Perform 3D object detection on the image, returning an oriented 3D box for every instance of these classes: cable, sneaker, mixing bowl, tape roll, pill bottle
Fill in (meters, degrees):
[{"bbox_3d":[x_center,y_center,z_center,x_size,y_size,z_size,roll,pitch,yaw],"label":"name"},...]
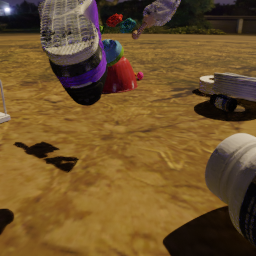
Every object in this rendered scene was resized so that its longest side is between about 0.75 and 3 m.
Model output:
[{"bbox_3d":[4.418,-1.530,10.631,2.410,0.834,2.410,21,16,35],"label":"cable"},{"bbox_3d":[-0.935,-1.482,5.190,1.015,1.452,2.919,-13,44,3],"label":"sneaker"},{"bbox_3d":[-0.825,-2.683,13.308,2.643,1.431,2.643,1,23,0],"label":"mixing bowl"},{"bbox_3d":[4.012,-1.951,12.664,1.555,0.544,1.555,0,22,0],"label":"tape roll"},{"bbox_3d":[3.474,-0.951,10.261,0.530,0.530,0.947,-12,26,-26],"label":"pill bottle"},{"bbox_3d":[2.458,1.155,3.710,1.666,1.666,3.000,-10,24,-23],"label":"pill bottle"}]

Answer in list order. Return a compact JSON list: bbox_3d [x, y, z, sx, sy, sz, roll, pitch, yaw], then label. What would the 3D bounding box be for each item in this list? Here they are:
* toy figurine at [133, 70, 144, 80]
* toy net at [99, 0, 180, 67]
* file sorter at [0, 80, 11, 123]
[{"bbox_3d":[0.423,-2.796,14.886,0.843,0.688,0.916,20,2,12],"label":"toy figurine"},{"bbox_3d":[0.206,-2.811,7.776,2.694,0.520,1.413,-24,51,16],"label":"toy net"},{"bbox_3d":[-5.357,-0.937,8.951,2.457,1.530,1.705,13,26,31],"label":"file sorter"}]
